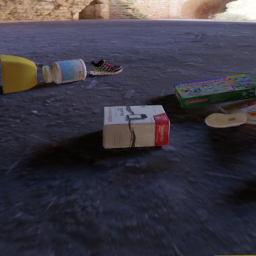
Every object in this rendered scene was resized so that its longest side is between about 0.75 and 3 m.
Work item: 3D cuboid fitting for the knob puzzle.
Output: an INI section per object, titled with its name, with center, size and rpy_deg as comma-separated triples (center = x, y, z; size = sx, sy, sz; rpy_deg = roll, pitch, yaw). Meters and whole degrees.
[knob puzzle]
center = 4.642, -0.486, 8.813
size = 3.100, 0.430, 3.100
rpy_deg = -13, 16, 4

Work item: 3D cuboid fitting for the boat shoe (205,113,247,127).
[boat shoe]
center = 2.628, -0.192, 7.629
size = 1.123, 0.385, 0.404
rpy_deg = -10, 69, -7

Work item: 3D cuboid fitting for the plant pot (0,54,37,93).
[plant pot]
center = -4.787, -2.398, 12.313
size = 1.439, 1.398, 1.407
rpy_deg = -5, 26, -23

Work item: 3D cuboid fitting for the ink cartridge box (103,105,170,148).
[ink cartridge box]
center = 0.172, -0.073, 8.115
size = 1.818, 0.758, 1.321
rpy_deg = -2, 26, -4

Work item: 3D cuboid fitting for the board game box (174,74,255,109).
[board game box]
center = 3.390, -1.466, 10.808
size = 2.975, 0.433, 2.002
rpy_deg = -8, 24, 3

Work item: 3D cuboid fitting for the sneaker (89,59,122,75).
[sneaker]
center = -1.155, -3.208, 14.564
size = 1.768, 0.773, 0.652
rpy_deg = -5, 26, -10

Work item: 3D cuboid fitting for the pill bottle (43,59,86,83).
[pill bottle]
center = -2.980, -2.641, 13.137
size = 1.838, 0.999, 0.999
rpy_deg = -14, 29, -29
